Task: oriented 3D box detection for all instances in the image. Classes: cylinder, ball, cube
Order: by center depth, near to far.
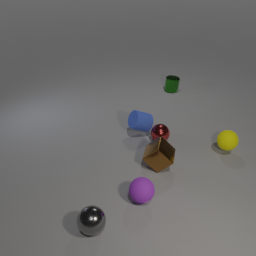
[{"bbox_3d":[-0.886,2.237,6.793,0.700,0.700,0.700,0,31,0],"label":"ball"},{"bbox_3d":[0.374,1.683,7.593,0.700,0.700,0.700,0,31,0],"label":"ball"},{"bbox_3d":[0.985,0.833,8.827,0.700,0.700,0.700,41,36,-16],"label":"cube"},{"bbox_3d":[3.389,0.418,9.528,0.700,0.700,0.700,0,31,0],"label":"ball"},{"bbox_3d":[1.179,0.193,10.269,0.700,0.700,0.700,0,31,0],"label":"ball"},{"bbox_3d":[0.465,-0.258,10.391,0.700,0.700,0.700,12,22,-32],"label":"cylinder"},{"bbox_3d":[2.250,-2.243,14.308,0.700,0.700,0.700,3,32,-2],"label":"cylinder"}]
